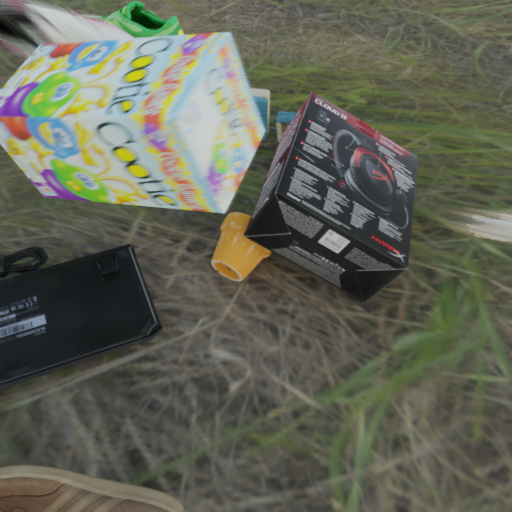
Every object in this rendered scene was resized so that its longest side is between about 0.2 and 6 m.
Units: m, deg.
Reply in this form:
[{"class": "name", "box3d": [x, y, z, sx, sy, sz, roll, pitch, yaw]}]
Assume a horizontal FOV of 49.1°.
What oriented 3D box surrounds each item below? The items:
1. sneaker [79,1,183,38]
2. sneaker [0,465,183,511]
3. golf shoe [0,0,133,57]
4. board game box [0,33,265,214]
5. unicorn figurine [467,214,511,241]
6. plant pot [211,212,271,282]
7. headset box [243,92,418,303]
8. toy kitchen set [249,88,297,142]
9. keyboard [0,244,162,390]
[{"class": "sneaker", "box3d": [-3.356, -6.036, 14.707, 3.307, 1.382, 1.225, 12, 49, 12]}, {"class": "sneaker", "box3d": [-2.157, 3.117, 6.529, 2.498, 0.880, 0.944, 5, 48, 6]}, {"class": "golf shoe", "box3d": [-2.782, -3.058, 8.069, 2.317, 0.841, 1.067, 9, 20, -16]}, {"class": "board game box", "box3d": [-1.471, -1.496, 6.375, 2.621, 1.375, 1.350, 7, 56, 25]}, {"class": "unicorn figurine", "box3d": [2.767, -0.220, 5.916, 0.733, 0.394, 1.067, 14, 20, -14]}, {"class": "plant pot", "box3d": [-0.286, -0.094, 9.561, 0.979, 0.979, 0.896, 23, 67, 20]}, {"class": "headset box", "box3d": [1.445, -1.186, 9.713, 2.409, 1.216, 3.241, 28, 48, -11]}, {"class": "toy kitchen set", "box3d": [0.613, -2.582, 11.701, 1.829, 1.078, 1.465, 7, 47, 7]}, {"class": "keyboard", "box3d": [-3.859, 0.942, 8.831, 4.270, 0.548, 2.564, -17, 56, -16]}]
